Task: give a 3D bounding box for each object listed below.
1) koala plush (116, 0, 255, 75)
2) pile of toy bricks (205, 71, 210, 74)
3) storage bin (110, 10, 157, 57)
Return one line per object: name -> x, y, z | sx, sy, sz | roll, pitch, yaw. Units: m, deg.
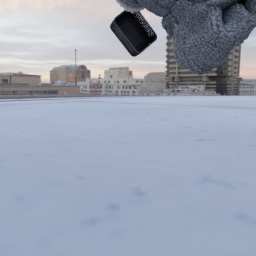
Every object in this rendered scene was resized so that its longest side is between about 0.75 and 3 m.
koala plush -> 1.053, -2.659, 5.496 | 2.654, 2.439, 2.353 | 31, -20, -16
pile of toy bricks -> 2.664, -2.319, 9.129 | 0.605, 0.680, 1.225 | -7, 45, 29
storage bin -> 0.210, -3.772, 10.983 | 1.109, 1.640, 0.769 | -42, 12, -10
